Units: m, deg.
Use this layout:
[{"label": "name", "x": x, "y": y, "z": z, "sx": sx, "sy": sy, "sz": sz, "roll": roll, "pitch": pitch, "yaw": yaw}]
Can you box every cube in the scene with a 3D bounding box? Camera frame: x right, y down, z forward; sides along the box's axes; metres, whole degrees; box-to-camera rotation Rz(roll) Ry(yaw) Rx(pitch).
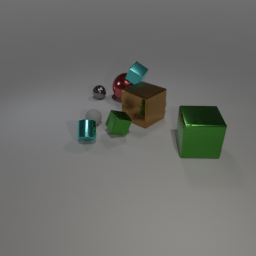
[{"label": "cube", "x": -0.375, "y": -0.212, "z": 11.049, "sx": 0.700, "sy": 0.700, "sz": 0.700, "roll": 8, "pitch": 29, "yaw": -31}, {"label": "cube", "x": 2.558, "y": 0.124, "z": 10.066, "sx": 1.400, "sy": 1.400, "sz": 1.400, "roll": 1, "pitch": 33, "yaw": 1}, {"label": "cube", "x": 0.416, "y": -2.524, "z": 13.095, "sx": 0.700, "sy": 0.700, "sz": 0.700, "roll": 34, "pitch": 52, "yaw": 4}, {"label": "cube", "x": 0.682, "y": -1.050, "z": 12.177, "sx": 1.400, "sy": 1.400, "sz": 1.400, "roll": 25, "pitch": 38, "yaw": 36}]

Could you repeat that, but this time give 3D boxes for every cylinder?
[{"label": "cylinder", "x": -1.562, "y": 0.092, "z": 10.636, "sx": 0.700, "sy": 0.700, "sz": 0.700, "roll": 0, "pitch": -15, "yaw": 0}]

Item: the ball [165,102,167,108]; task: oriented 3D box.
[{"label": "ball", "x": 1.449, "y": -1.133, "z": 13.025, "sx": 0.700, "sy": 0.700, "sz": 0.700, "roll": 0, "pitch": 30, "yaw": 0}]

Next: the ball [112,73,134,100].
[{"label": "ball", "x": -0.084, "y": -2.037, "z": 13.922, "sx": 1.400, "sy": 1.400, "sz": 1.400, "roll": 0, "pitch": 30, "yaw": 0}]

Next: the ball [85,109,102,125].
[{"label": "ball", "x": -1.458, "y": -0.460, "z": 11.858, "sx": 0.700, "sy": 0.700, "sz": 0.700, "roll": 0, "pitch": 30, "yaw": 0}]

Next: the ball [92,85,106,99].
[{"label": "ball", "x": -1.448, "y": -1.823, "z": 14.198, "sx": 0.700, "sy": 0.700, "sz": 0.700, "roll": 0, "pitch": 30, "yaw": 0}]
